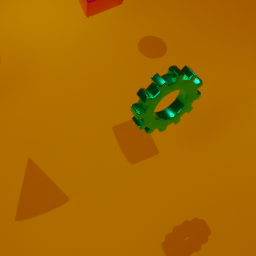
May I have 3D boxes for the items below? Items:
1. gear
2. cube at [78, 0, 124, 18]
[{"bbox_3d":[0.580,-0.391,4.144,1.134,1.134,0.210,-26,57,-14],"label":"gear"},{"bbox_3d":[-0.560,-2.690,5.191,0.811,0.811,0.811,-25,97,-8],"label":"cube"}]
